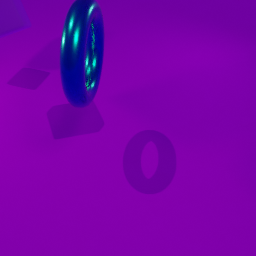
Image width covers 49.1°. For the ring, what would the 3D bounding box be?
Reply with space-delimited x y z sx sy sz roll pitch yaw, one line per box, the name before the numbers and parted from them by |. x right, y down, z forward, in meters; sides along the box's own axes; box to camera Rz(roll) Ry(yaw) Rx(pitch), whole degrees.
ring | -0.822 -1.401 5.363 0.410 2.051 2.051 8 46 4

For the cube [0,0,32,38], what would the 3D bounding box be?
cube | -3.036 -2.659 6.258 1.183 1.183 1.183 -21 22 -2
